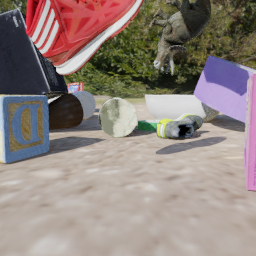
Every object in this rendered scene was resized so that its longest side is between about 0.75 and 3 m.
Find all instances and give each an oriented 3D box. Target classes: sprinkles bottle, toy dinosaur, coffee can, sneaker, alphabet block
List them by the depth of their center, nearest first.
[{"bbox_3d":[-0.375,-1.119,2.460,0.480,1.226,0.708,23,-18,46],"label":"sneaker"},{"bbox_3d":[-1.846,-0.040,4.172,0.954,0.932,0.937,2,5,23],"label":"alphabet block"},{"bbox_3d":[1.215,0.009,5.911,1.338,0.494,0.541,-16,22,-40],"label":"sneaker"},{"bbox_3d":[-0.251,-0.279,6.391,0.826,0.826,1.128,-1,7,-5],"label":"coffee can"},{"bbox_3d":[1.441,-2.733,7.202,1.328,2.597,0.999,36,33,-16],"label":"toy dinosaur"},{"bbox_3d":[-2.517,-0.906,10.748,2.910,0.993,0.993,6,9,43],"label":"sprinkles bottle"}]

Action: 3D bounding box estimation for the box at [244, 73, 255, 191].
[{"bbox_3d":[1.630,-0.011,3.078,0.616,1.120,1.274,3,8,22],"label":"box"}]

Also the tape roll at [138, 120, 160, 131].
[{"bbox_3d":[0.699,-0.078,7.301,0.898,0.216,0.898,1,7,0],"label":"tape roll"}]

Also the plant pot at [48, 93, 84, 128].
[{"bbox_3d":[-1.842,-0.359,7.333,0.927,0.927,0.991,5,19,36],"label":"plant pot"}]

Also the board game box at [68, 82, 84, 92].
[{"bbox_3d":[-2.600,-1.493,13.778,0.267,1.412,2.743,-4,8,-22],"label":"board game box"}]

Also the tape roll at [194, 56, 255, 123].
[{"bbox_3d":[3.061,-0.919,7.127,2.534,1.077,2.534,16,20,-6],"label":"tape roll"}]

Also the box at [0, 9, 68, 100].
[{"bbox_3d":[-3.319,-1.214,6.848,2.993,1.844,2.968,-19,7,-3],"label":"box"}]

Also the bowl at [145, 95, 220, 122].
[{"bbox_3d":[2.000,-0.702,9.579,2.398,0.895,2.395,3,8,29],"label":"bowl"}]
